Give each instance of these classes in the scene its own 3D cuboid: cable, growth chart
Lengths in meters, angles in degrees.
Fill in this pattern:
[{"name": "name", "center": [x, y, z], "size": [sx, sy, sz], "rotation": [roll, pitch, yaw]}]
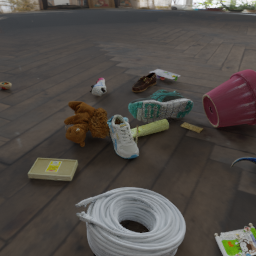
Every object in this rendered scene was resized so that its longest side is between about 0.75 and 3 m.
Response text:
[{"name": "cable", "center": [0.151, 2.300, 6.644], "size": [2.294, 0.794, 2.295], "rotation": [-13, 31, -44]}, {"name": "growth chart", "center": [2.730, 2.785, 6.787], "size": [1.196, 0.106, 0.865], "rotation": [-8, 32, -13]}]

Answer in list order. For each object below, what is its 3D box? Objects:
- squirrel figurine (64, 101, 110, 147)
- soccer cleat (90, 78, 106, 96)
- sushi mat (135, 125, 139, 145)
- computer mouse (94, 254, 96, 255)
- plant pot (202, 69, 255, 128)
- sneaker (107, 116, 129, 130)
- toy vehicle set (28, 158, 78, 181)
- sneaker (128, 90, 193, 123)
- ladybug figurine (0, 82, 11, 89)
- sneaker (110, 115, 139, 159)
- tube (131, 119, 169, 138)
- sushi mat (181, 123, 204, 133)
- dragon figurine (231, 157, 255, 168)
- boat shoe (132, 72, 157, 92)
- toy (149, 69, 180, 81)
[{"name": "squirrel figurine", "center": [-1.589, -0.105, 10.788], "size": [1.768, 1.251, 1.650], "rotation": [0, 36, 5]}, {"name": "soccer cleat", "center": [-1.457, -2.158, 15.094], "size": [0.763, 0.618, 1.768], "rotation": [24, 31, 1]}, {"name": "sushi mat", "center": [0.328, 0.309, 10.263], "size": [0.049, 0.817, 0.391], "rotation": [1, 40, -4]}, {"name": "computer mouse", "center": [-0.533, 3.250, 5.716], "size": [0.981, 0.393, 1.790], "rotation": [13, 26, 13]}, {"name": "plant pot", "center": [4.352, -1.025, 11.610], "size": [2.057, 2.298, 2.298], "rotation": [-20, 32, -3]}, {"name": "sneaker", "center": [-0.464, -0.277, 11.736], "size": [1.249, 0.512, 0.461], "rotation": [-26, 40, -37]}, {"name": "toy vehicle set", "center": [-2.441, 1.344, 9.215], "size": [1.407, 0.187, 0.874], "rotation": [3, 30, 5]}, {"name": "sneaker", "center": [1.322, -1.079, 12.414], "size": [2.976, 1.154, 1.357], "rotation": [-3, 41, -23]}, {"name": "ladybug figurine", "center": [-6.830, -2.357, 15.601], "size": [0.815, 0.293, 0.553], "rotation": [19, 35, 30]}, {"name": "sneaker", "center": [-0.184, 0.324, 10.301], "size": [0.771, 0.814, 2.016], "rotation": [-10, 40, -21]}, {"name": "tube", "center": [0.797, 0.048, 11.277], "size": [1.734, 0.503, 0.450], "rotation": [-16, 74, -15]}, {"name": "sushi mat", "center": [2.681, -0.018, 11.742], "size": [0.900, 0.054, 0.430], "rotation": [22, 36, 34]}, {"name": "dragon figurine", "center": [4.633, 1.225, 8.916], "size": [2.347, 0.691, 1.167], "rotation": [0, 29, -2]}, {"name": "boat shoe", "center": [0.903, -2.583, 15.608], "size": [0.705, 0.705, 2.004], "rotation": [21, 37, 29]}, {"name": "toy", "center": [2.201, -3.112, 16.835], "size": [1.676, 0.396, 0.965], "rotation": [21, 33, 34]}]
